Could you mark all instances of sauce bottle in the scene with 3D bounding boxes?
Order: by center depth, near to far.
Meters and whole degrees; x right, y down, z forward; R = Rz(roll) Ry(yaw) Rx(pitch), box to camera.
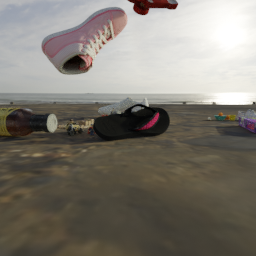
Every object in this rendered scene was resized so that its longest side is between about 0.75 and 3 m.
[{"bbox_3d":[-2.839,-0.147,7.006,2.231,0.737,0.737,2,6,16],"label":"sauce bottle"}]

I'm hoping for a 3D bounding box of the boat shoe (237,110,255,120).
[{"bbox_3d":[5.156,-0.544,11.826,0.475,0.468,1.340,-2,6,-17],"label":"boat shoe"}]

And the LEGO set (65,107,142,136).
[{"bbox_3d":[-0.420,-0.237,7.718,2.584,0.732,1.678,-4,7,-33],"label":"LEGO set"}]

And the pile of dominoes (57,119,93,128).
[{"bbox_3d":[-1.715,-0.155,9.389,1.071,0.219,1.374,3,6,28],"label":"pile of dominoes"}]

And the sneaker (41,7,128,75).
[{"bbox_3d":[-0.856,-2.042,6.849,2.319,1.212,0.873,-27,-32,-9],"label":"sneaker"}]

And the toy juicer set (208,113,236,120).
[{"bbox_3d":[3.949,-0.511,12.170,1.233,0.336,0.784,-1,6,-7],"label":"toy juicer set"}]

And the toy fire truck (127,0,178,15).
[{"bbox_3d":[0.588,-3.430,7.104,1.056,1.258,0.705,-9,-33,-26],"label":"toy fire truck"}]

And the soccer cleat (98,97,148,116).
[{"bbox_3d":[-0.226,-1.005,13.614,2.601,1.009,0.901,2,6,21],"label":"soccer cleat"}]

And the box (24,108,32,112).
[{"bbox_3d":[-4.800,-0.499,11.134,1.702,0.519,2.149,-3,7,-24],"label":"box"}]

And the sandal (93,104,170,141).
[{"bbox_3d":[0.263,-0.218,6.867,2.415,0.544,0.907,-12,48,-42],"label":"sandal"}]

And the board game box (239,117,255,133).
[{"bbox_3d":[4.343,-0.114,8.512,1.483,0.399,2.471,6,7,12],"label":"board game box"}]
